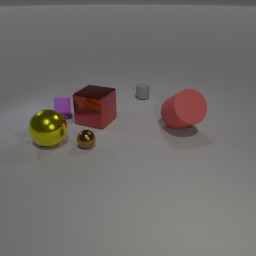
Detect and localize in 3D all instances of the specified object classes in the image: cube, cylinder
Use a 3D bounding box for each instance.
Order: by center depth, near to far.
[{"bbox_3d":[2.212,-0.731,11.259,1.400,1.400,1.400,-9,-6,-17],"label":"cylinder"},{"bbox_3d":[-1.424,-0.959,12.256,1.400,1.400,1.400,11,29,21],"label":"cube"},{"bbox_3d":[-2.962,-0.972,12.624,0.700,0.700,0.700,-3,-5,-15],"label":"cube"},{"bbox_3d":[0.796,-1.961,14.905,0.700,0.700,0.700,1,26,0],"label":"cylinder"}]

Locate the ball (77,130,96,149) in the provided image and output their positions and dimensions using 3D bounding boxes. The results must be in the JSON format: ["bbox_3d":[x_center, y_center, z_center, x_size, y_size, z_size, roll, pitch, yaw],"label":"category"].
[{"bbox_3d":[-1.544,0.415,10.390,0.700,0.700,0.700,0,27,0],"label":"ball"}]

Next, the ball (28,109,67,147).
[{"bbox_3d":[-2.976,-0.003,10.429,1.400,1.400,1.400,0,27,0],"label":"ball"}]

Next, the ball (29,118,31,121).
[{"bbox_3d":[-3.725,-0.197,11.571,0.700,0.700,0.700,0,27,0],"label":"ball"}]
